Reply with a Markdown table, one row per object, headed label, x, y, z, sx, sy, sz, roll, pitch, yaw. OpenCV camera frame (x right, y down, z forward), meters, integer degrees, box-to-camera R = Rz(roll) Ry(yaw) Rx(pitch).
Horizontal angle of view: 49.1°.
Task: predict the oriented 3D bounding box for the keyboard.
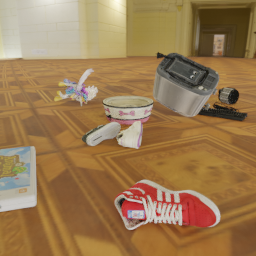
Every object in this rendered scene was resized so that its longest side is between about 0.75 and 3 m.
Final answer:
| label | x | y | z | sx | sy | sz | roll | pitch | yaw |
| --- | --- | --- | --- | --- | --- | --- | --- | --- | --- |
| keyboard | 4.069 | -0.836 | 12.602 | 2.410 | 0.478 | 1.255 | 12 | 22 | 30 |

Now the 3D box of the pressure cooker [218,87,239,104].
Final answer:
| label | x | y | z | sx | sy | sz | roll | pitch | yaw |
| --- | --- | --- | --- | --- | --- | --- | --- | --- | --- |
| pressure cooker | 5.175 | -1.700 | 14.608 | 0.841 | 0.828 | 0.941 | -19 | 24 | -27 |

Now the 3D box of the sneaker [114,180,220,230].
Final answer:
| label | x | y | z | sx | sy | sz | roll | pitch | yaw |
| --- | --- | --- | --- | --- | --- | --- | --- | --- | --- |
| sneaker | 0.607 | 1.515 | 5.151 | 1.917 | 0.683 | 1.078 | 7 | 14 | 42 |

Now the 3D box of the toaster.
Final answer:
| label | x | y | z | sx | sy | sz | roll | pitch | yaw |
| --- | --- | --- | --- | --- | --- | --- | --- | --- | --- |
| toaster | 2.205 | -1.784 | 11.757 | 2.905 | 1.876 | 1.651 | 29 | 56 | 14 |

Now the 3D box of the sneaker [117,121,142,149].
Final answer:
| label | x | y | z | sx | sy | sz | roll | pitch | yaw |
| --- | --- | --- | --- | --- | --- | --- | --- | --- | --- |
| sneaker | 0.066 | 0.157 | 9.347 | 0.822 | 0.618 | 1.650 | 2 | 18 | 6 |

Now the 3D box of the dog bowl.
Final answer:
| label | x | y | z | sx | sy | sz | roll | pitch | yaw |
| --- | --- | --- | --- | --- | --- | --- | --- | --- | --- |
| dog bowl | -0.001 | -0.778 | 11.896 | 2.152 | 0.794 | 2.152 | 0 | 18 | 0 |

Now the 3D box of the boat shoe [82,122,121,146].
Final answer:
| label | x | y | z | sx | sy | sz | roll | pitch | yaw |
| --- | --- | --- | --- | --- | --- | --- | --- | --- | --- |
| boat shoe | -0.907 | 0.117 | 9.535 | 0.556 | 0.565 | 1.567 | 19 | 28 | 36 |

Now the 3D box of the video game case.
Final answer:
| label | x | y | z | sx | sy | sz | roll | pitch | yaw |
| --- | --- | --- | --- | --- | --- | --- | --- | --- | --- |
| video game case | -3.572 | 1.194 | 6.694 | 2.615 | 0.317 | 2.873 | -6 | 19 | -17 |

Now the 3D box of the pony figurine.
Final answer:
| label | x | y | z | sx | sy | sz | roll | pitch | yaw |
| --- | --- | --- | --- | --- | --- | --- | --- | --- | --- |
| pony figurine | -2.666 | -2.040 | 14.921 | 2.125 | 1.769 | 2.051 | 13 | 54 | 25 |
